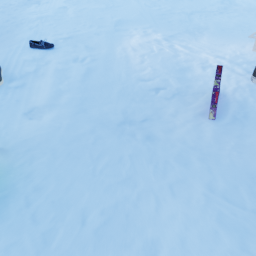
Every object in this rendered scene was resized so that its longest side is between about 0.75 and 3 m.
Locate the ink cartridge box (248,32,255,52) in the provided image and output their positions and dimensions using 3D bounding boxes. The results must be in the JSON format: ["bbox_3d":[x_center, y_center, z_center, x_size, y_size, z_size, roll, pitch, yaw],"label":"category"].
[{"bbox_3d":[5.551,-3.271,11.008,1.554,0.523,0.910,29,48,31],"label":"ink cartridge box"}]

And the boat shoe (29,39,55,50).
[{"bbox_3d":[-3.495,-3.365,11.262,1.028,0.353,0.433,-1,39,-1],"label":"boat shoe"}]

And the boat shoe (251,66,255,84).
[{"bbox_3d":[5.063,-1.753,9.019,1.997,0.682,0.737,8,40,10],"label":"boat shoe"}]

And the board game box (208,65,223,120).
[{"bbox_3d":[2.503,-1.041,7.958,0.250,0.928,1.546,12,41,14],"label":"board game box"}]

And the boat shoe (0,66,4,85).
[{"bbox_3d":[-4.654,-2.024,9.434,0.702,0.580,1.875,-15,42,-18],"label":"boat shoe"}]
